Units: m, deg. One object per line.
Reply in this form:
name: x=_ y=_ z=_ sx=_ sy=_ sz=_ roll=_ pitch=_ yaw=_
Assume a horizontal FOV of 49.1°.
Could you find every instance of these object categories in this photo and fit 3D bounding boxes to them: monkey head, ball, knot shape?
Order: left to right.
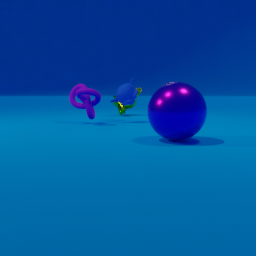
knot shape: x=-1.325 y=-0.926 z=8.945 sx=0.571 sy=1.237 sz=1.157 roll=-37 pitch=-2 yaw=-33
monkey head: x=-0.067 y=-1.123 z=12.584 sx=1.041 sy=1.243 sz=1.728 roll=8 pitch=-38 yaw=-29
monkey head: x=-0.046 y=-1.129 z=9.641 sx=0.675 sy=1.120 sz=0.806 roll=43 pitch=-3 yaw=13
ball: x=1.017 y=-0.341 z=5.850 sx=1.221 sy=1.221 sz=1.221 roll=0 pitch=7 yaw=0
